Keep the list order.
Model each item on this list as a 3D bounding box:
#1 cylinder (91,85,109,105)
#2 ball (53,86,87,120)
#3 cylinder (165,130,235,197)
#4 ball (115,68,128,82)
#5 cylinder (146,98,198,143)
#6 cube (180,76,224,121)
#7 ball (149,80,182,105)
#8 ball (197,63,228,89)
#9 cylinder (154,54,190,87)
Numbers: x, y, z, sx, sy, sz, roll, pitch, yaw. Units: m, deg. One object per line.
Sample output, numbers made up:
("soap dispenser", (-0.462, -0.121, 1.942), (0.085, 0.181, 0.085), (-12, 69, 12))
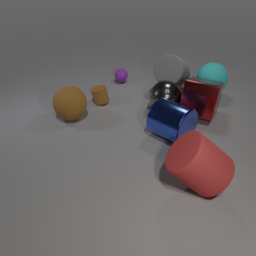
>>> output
("cylinder", (-1.275, -1.526, 12.861), (0.700, 0.700, 0.700), (-11, 30, 7))
("ball", (-2.387, -1.034, 11.546), (1.400, 1.400, 1.400), (0, 33, 0))
("cylinder", (2.021, 1.012, 7.945), (1.400, 1.400, 1.400), (37, 27, -20))
("ball", (-0.354, -2.795, 14.790), (0.700, 0.700, 0.700), (0, 33, 0))
("cylinder", (1.635, -0.259, 10.393), (1.400, 1.400, 1.400), (26, 41, 34))
("cube", (3.053, -1.271, 11.661), (1.400, 1.400, 1.400), (16, 21, 20))
("ball", (1.622, -1.358, 12.093), (1.400, 1.400, 1.400), (0, 33, 0))
("ball", (3.862, -2.281, 12.884), (1.400, 1.400, 1.400), (0, 33, 0))
("cylinder", (2.087, -2.659, 13.153), (1.400, 1.400, 1.400), (16, 11, 23))
